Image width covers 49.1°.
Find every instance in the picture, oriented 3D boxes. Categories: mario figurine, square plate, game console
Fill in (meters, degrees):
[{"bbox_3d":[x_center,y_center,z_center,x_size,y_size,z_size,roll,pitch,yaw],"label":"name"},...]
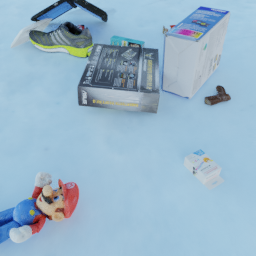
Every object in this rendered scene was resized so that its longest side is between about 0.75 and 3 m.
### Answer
[{"bbox_3d":[-1.864,1.467,5.391,1.877,0.995,1.158,-22,78,-12],"label":"mario figurine"},{"bbox_3d":[-3.836,-3.769,11.005,1.484,0.213,1.498,-18,21,50],"label":"square plate"},{"bbox_3d":[-2.281,-4.573,11.730,2.510,1.661,2.855,26,15,-12],"label":"game console"}]

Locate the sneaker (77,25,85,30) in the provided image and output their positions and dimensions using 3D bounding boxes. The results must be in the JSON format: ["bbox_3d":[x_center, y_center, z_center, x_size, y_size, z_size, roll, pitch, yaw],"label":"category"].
[{"bbox_3d":[-2.141,-3.879,11.602,0.762,0.475,1.422,-7,40,-6],"label":"sneaker"}]

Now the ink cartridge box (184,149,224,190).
[{"bbox_3d":[1.784,0.948,6.505,0.510,0.301,0.886,-23,48,-23],"label":"ink cartridge box"}]

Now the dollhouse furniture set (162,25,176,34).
[{"bbox_3d":[2.059,-4.175,11.893,0.954,0.492,0.944,-11,44,-11],"label":"dollhouse furniture set"}]

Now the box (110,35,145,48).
[{"bbox_3d":[-0.028,-3.124,10.713,1.308,0.538,0.321,18,42,19],"label":"box"}]

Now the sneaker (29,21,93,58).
[{"bbox_3d":[-2.538,-3.548,10.746,2.738,1.108,1.011,11,42,10],"label":"sneaker"}]

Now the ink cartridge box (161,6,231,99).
[{"bbox_3d":[2.268,-2.551,9.007,1.118,1.998,2.928,26,49,26],"label":"ink cartridge box"}]

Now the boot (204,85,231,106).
[{"bbox_3d":[2.651,-1.008,8.682,0.804,0.258,0.749,-17,43,-11],"label":"boot"}]

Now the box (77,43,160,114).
[{"bbox_3d":[-0.178,-1.682,8.863,2.299,0.702,2.903,6,41,0],"label":"box"}]
